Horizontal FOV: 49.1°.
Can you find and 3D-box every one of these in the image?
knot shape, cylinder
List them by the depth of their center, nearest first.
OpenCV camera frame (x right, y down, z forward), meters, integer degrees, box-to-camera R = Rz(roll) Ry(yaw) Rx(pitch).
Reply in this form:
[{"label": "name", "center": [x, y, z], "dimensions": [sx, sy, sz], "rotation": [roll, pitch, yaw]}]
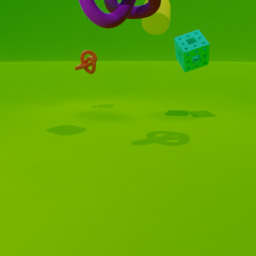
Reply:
[{"label": "knot shape", "center": [-0.012, -2.738, 5.669], "dimensions": [0.840, 1.818, 1.701], "rotation": [52, 12, 24]}, {"label": "cylinder", "center": [0.909, -3.596, 8.934], "dimensions": [0.864, 0.864, 0.864], "rotation": [5, -30, 3]}, {"label": "knot shape", "center": [-1.606, -2.598, 11.310], "dimensions": [0.986, 1.053, 0.487], "rotation": [40, -2, 34]}]

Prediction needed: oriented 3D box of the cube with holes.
[{"label": "cube with holes", "center": [2.148, -2.586, 9.446], "dimensions": [0.863, 0.863, 0.863], "rotation": [-19, 52, 0]}]
